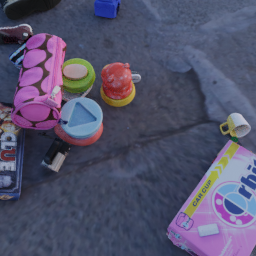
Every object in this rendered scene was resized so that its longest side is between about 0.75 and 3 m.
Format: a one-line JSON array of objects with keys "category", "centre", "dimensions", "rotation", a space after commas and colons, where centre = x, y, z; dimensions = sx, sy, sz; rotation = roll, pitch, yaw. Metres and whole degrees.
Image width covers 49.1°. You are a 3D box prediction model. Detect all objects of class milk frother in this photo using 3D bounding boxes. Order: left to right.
[{"category": "milk frother", "centre": [-2.094, 0.609, 7.415], "dimensions": [0.864, 0.779, 0.812], "rotation": [17, 71, 26]}]

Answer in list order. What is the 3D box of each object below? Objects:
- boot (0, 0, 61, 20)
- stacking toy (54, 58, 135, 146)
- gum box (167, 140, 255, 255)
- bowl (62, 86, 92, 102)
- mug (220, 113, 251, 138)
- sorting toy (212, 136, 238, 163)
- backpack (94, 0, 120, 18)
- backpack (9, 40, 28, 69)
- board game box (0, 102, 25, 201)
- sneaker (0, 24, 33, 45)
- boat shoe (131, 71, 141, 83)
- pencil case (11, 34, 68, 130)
[{"category": "boot", "centre": [-4.232, -5.571, 11.663], "dimensions": [2.534, 0.915, 1.914], "rotation": [-32, 59, -20]}, {"category": "stacking toy", "centre": [-1.350, -1.087, 8.083], "dimensions": [2.497, 1.165, 2.759], "rotation": [31, 69, 11]}, {"category": "gum box", "centre": [2.262, 1.850, 6.429], "dimensions": [1.580, 0.921, 2.785], "rotation": [33, 67, 22]}, {"category": "bowl", "centre": [-1.777, -1.263, 8.957], "dimensions": [1.094, 0.408, 1.093], "rotation": [29, 60, 14]}, {"category": "mug", "centre": [3.100, -0.123, 8.142], "dimensions": [0.711, 0.569, 0.584], "rotation": [0, 47, -8]}, {"category": "sorting toy", "centre": [2.805, 0.789, 7.689], "dimensions": [0.569, 0.200, 1.181], "rotation": [37, 68, 23]}, {"category": "backpack", "centre": [-0.760, -5.179, 11.346], "dimensions": [0.978, 1.010, 1.204], "rotation": [14, 53, 1]}, {"category": "backpack", "centre": [-3.449, -2.358, 9.569], "dimensions": [0.936, 0.690, 1.026], "rotation": [33, 61, 21]}, {"category": "board game box", "centre": [-3.737, 0.476, 7.327], "dimensions": [1.897, 0.484, 2.800], "rotation": [7, 52, -24]}, {"category": "sneaker", "centre": [-4.208, -3.304, 10.310], "dimensions": [1.530, 0.579, 0.884], "rotation": [-24, 62, -17]}, {"category": "boat shoe", "centre": [-0.118, -1.681, 9.350], "dimensions": [1.078, 0.389, 0.382], "rotation": [0, 37, -3]}, {"category": "pencil case", "centre": [-2.319, -1.388, 7.752], "dimensions": [1.342, 1.386, 2.958], "rotation": [17, 48, -32]}]
